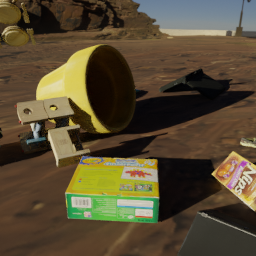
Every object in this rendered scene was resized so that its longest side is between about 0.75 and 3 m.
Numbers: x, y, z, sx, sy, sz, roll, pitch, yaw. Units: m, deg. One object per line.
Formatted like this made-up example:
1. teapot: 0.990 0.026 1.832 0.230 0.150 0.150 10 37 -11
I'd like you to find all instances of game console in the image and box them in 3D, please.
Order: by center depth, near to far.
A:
1. game console: 3.342 -2.039 14.504 2.400 1.588 2.729 -22 5 37

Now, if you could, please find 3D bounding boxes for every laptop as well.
1. laptop: 1.693 1.958 4.735 1.193 0.738 1.274 16 -2 33

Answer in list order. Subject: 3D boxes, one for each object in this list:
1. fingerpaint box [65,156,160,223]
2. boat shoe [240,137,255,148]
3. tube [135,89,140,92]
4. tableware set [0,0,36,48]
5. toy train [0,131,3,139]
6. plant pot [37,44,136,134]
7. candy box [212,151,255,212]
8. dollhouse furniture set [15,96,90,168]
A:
1. fingerpaint box: -0.243 1.219 5.798 1.728 0.634 1.441 2 23 3
2. boat shoe: 3.755 0.424 8.317 0.772 0.254 0.276 5 22 13
3. tube: -0.499 -1.710 13.277 1.026 0.668 2.650 22 25 28
4. tableware set: -3.588 -3.225 8.613 1.184 1.792 0.359 -9 66 -11
5. toy train: -4.066 0.563 7.129 0.984 0.736 1.727 7 38 45
6. plant pot: -1.510 -1.147 9.341 2.592 2.755 2.755 -4 17 32
7. candy box: 2.474 1.098 5.969 0.736 0.356 1.261 -48 29 2
8. dollhouse furniture set: -2.066 0.401 7.474 1.393 1.401 1.988 -11 54 -25
